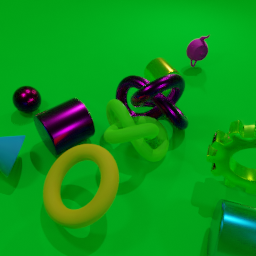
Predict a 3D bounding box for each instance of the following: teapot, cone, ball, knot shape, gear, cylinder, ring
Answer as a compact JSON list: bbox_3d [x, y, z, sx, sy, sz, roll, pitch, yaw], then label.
[{"bbox_3d":[2.324,-2.553,9.169,0.734,1.180,0.578,3,35,-26],"label":"teapot"},{"bbox_3d":[-2.955,0.442,6.164,1.006,1.002,1.002,24,42,-20],"label":"cone"},{"bbox_3d":[-2.794,-0.790,7.758,0.765,0.765,0.765,0,46,0],"label":"ball"},{"bbox_3d":[0.064,-0.007,6.686,1.740,0.859,1.859,37,12,36],"label":"knot shape"},{"bbox_3d":[0.781,-0.594,7.152,1.947,2.080,0.961,29,68,-28],"label":"knot shape"},{"bbox_3d":[2.558,0.628,5.595,1.857,1.857,0.343,15,47,14],"label":"gear"},{"bbox_3d":[2.074,1.952,4.851,1.165,1.165,1.165,13,47,12],"label":"cylinder"},{"bbox_3d":[-0.945,1.094,5.482,1.680,0.336,1.680,-13,57,22],"label":"ring"},{"bbox_3d":[1.044,-1.544,8.458,0.859,0.859,0.859,-19,49,-17],"label":"cylinder"},{"bbox_3d":[-1.544,-0.039,6.836,1.088,1.088,1.088,-30,53,-26],"label":"cylinder"}]
